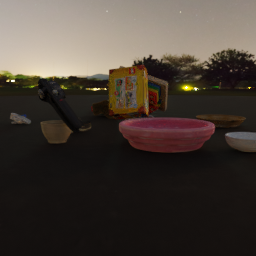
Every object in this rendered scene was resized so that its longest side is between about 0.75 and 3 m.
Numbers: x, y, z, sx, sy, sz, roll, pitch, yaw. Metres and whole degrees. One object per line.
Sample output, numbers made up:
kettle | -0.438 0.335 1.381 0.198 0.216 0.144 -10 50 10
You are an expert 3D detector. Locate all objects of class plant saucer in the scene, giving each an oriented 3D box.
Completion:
plant saucer | 1.090 0.165 8.093 2.698 0.684 2.698 -1 8 0
plant saucer | 4.004 -0.301 12.180 2.059 0.365 2.059 0 9 0

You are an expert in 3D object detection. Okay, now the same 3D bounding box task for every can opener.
can opener | -1.945 -0.692 8.033 0.775 1.970 0.625 -29 -21 -26

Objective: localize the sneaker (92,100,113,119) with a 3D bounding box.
sneaker | -0.811 -1.117 15.371 1.313 0.980 2.924 -11 10 -30

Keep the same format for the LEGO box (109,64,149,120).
LEGO box | 0.029 -1.391 11.021 1.436 1.928 0.744 -4 -12 16

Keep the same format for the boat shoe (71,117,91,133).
boat shoe | -1.940 -0.157 10.523 0.589 0.579 1.580 5 10 30

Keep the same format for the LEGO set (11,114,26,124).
LEGO set | -4.926 -0.429 13.069 0.392 0.364 0.956 4 11 26

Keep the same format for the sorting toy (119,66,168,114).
sorting toy | 0.588 -1.504 12.666 2.254 0.784 2.240 22 -22 16

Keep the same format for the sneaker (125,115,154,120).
sneaker | 0.452 -0.386 12.575 1.399 0.543 0.784 8 2 -15

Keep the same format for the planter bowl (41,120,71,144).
planter bowl | -2.161 0.124 8.528 0.938 0.631 0.938 0 8 0

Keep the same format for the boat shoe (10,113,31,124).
boat shoe | -4.850 -0.347 12.592 1.030 0.338 0.371 23 9 6

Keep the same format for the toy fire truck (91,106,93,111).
toy fire truck | -1.749 -1.250 18.503 0.986 0.341 1.398 -6 11 -30

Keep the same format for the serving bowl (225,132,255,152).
serving bowl | 3.237 0.394 7.509 1.220 0.401 1.220 1 9 0
